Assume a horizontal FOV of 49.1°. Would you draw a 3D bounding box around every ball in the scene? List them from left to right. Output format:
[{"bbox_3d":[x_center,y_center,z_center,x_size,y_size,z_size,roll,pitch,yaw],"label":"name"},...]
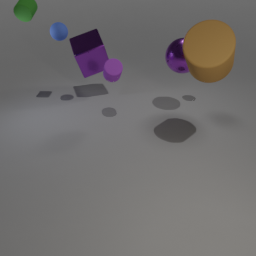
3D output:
[{"bbox_3d":[-2.722,-3.806,11.055,0.700,0.700,0.700,0,30,0],"label":"ball"},{"bbox_3d":[2.208,-2.914,11.326,1.400,1.400,1.400,0,30,0],"label":"ball"}]

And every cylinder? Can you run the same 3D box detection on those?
[{"bbox_3d":[-3.884,-4.526,10.641,0.700,0.700,0.700,3,51,5],"label":"cylinder"},{"bbox_3d":[-0.588,-2.208,10.771,0.700,0.700,0.700,-6,-11,-10],"label":"cylinder"},{"bbox_3d":[2.385,-2.192,8.211,1.400,1.400,1.400,12,-5,20],"label":"cylinder"}]

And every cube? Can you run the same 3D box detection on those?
[{"bbox_3d":[-1.754,-3.487,13.119,1.400,1.400,1.400,-21,54,-1],"label":"cube"}]
